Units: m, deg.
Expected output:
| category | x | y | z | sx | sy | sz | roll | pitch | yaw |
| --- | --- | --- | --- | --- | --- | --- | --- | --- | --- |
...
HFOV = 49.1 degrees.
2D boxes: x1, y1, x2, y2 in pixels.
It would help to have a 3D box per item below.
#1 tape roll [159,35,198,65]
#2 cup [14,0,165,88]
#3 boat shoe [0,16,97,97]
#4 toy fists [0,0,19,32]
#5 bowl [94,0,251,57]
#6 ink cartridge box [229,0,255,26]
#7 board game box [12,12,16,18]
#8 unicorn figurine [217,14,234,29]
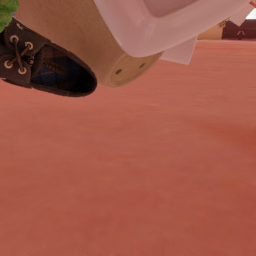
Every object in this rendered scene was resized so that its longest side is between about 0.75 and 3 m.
| category | x | y | z | sx | sy | sz | roll | pitch | yaw |
| --- | --- | --- | --- | --- | --- | --- | --- | --- | --- |
| tape roll | 1.456 | -3.590 | 9.245 | 1.839 | 2.678 | 2.678 | 14 | 23 | 6 |
| cup | -0.422 | -2.106 | 5.757 | 2.990 | 2.990 | 2.138 | -24 | 74 | -46 |
| boat shoe | -1.422 | -0.998 | 3.813 | 0.751 | 0.911 | 2.654 | 27 | 9 | 32 |
| toy fists | -1.407 | -1.583 | 2.866 | 0.645 | 1.265 | 0.435 | 5 | -7 | 0 |
| bowl | 0.447 | -1.867 | 2.923 | 1.867 | 1.864 | 0.697 | -27 | 14 | 0 |
| ink cartridge box | 2.461 | -2.622 | 5.997 | 0.285 | 0.493 | 0.846 | 29 | 49 | -6 |
| board game box | -2.723 | -2.999 | 6.464 | 2.498 | 1.679 | 0.427 | 30 | 12 | -27 |
| unicorn figurine | 1.844 | -2.207 | 4.863 | 0.371 | 1.006 | 0.691 | 43 | 23 | 2 |
